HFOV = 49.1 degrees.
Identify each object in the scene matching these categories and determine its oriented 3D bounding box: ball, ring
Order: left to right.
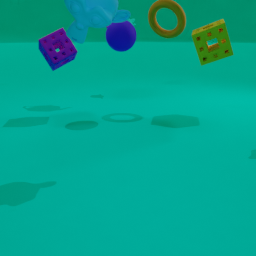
[{"bbox_3d":[-0.215,-2.873,8.719,0.965,0.965,0.965,0,19,0],"label":"ball"},{"bbox_3d":[1.305,-3.673,9.485,1.357,1.357,0.271,11,50,30],"label":"ring"}]

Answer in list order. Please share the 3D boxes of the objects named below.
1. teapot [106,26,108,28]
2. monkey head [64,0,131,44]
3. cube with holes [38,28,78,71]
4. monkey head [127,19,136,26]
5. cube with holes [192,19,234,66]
[{"bbox_3d":[-1.520,-4.459,10.694,1.911,1.188,0.936,35,-7,6],"label":"teapot"},{"bbox_3d":[-0.706,-2.099,4.988,1.445,1.039,0.871,26,48,-16],"label":"monkey head"},{"bbox_3d":[-2.290,-2.534,9.117,0.871,0.871,0.871,-34,7,-16],"label":"cube with holes"},{"bbox_3d":[0.087,-4.654,12.780,0.731,0.612,1.016,-28,0,-28],"label":"monkey head"},{"bbox_3d":[2.767,-2.821,9.203,1.030,1.030,1.030,-16,22,22],"label":"cube with holes"}]
